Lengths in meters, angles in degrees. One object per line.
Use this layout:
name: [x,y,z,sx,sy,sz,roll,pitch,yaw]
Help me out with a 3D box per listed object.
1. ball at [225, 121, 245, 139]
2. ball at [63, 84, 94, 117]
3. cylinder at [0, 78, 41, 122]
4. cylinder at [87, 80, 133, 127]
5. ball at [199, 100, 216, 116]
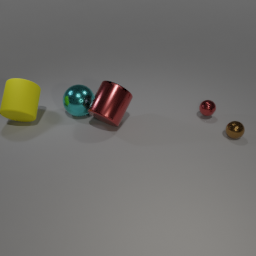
ball: [4.147,0.071,10.848,0.700,0.700,0.700,0,33,0]
ball: [-2.123,-1.189,12.171,1.400,1.400,1.400,0,33,0]
cylinder: [-4.431,-1.123,11.588,1.400,1.400,1.400,3,73,4]
cylinder: [-0.719,-0.972,11.336,1.400,1.400,1.400,21,80,29]
ball: [3.423,-0.861,12.042,0.700,0.700,0.700,0,33,0]
